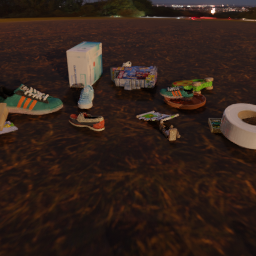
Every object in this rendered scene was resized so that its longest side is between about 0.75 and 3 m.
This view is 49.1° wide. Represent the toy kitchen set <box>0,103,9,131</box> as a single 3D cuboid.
[{"bbox_3d":[-4.420,-0.503,8.776,0.963,0.786,0.869,4,58,-3],"label":"toy kitchen set"}]

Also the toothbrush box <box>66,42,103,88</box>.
[{"bbox_3d":[-2.447,-3.752,16.367,1.199,2.058,2.811,6,27,11],"label":"toothbrush box"}]

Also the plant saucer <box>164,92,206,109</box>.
[{"bbox_3d":[2.751,-1.352,13.637,1.999,0.323,1.999,1,28,0],"label":"plant saucer"}]

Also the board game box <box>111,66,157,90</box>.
[{"bbox_3d":[0.203,-2.837,15.922,2.733,0.843,2.734,4,28,9],"label":"board game box"}]

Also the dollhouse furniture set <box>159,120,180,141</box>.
[{"bbox_3d":[1.629,0.033,10.819,0.521,0.445,1.005,-8,28,-15],"label":"dollhouse furniture set"}]

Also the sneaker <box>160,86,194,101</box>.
[{"bbox_3d":[2.391,-1.808,13.675,1.635,0.653,0.583,8,32,-2],"label":"sneaker"}]

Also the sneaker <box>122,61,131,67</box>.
[{"bbox_3d":[-0.231,-3.955,18.347,0.614,0.596,1.683,8,28,15],"label":"sneaker"}]

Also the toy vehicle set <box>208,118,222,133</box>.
[{"bbox_3d":[4.074,-0.083,11.307,1.513,0.201,0.940,3,28,5],"label":"toy vehicle set"}]

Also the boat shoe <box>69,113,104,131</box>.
[{"bbox_3d":[-1.709,-0.352,11.458,1.746,0.546,0.621,15,33,29],"label":"boat shoe"}]

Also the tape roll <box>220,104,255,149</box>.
[{"bbox_3d":[4.559,-0.109,10.497,2.056,0.719,2.056,2,36,-2],"label":"tape roll"}]

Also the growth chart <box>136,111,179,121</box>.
[{"bbox_3d":[1.200,-0.488,11.916,1.131,0.139,1.563,-20,22,-38],"label":"growth chart"}]

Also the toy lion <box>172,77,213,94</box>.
[{"bbox_3d":[3.459,-2.380,15.440,1.884,0.647,1.806,-22,27,-36],"label":"toy lion"}]

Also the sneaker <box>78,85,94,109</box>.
[{"bbox_3d":[-2.056,-1.567,13.530,0.713,0.791,1.930,-2,27,-2],"label":"sneaker"}]

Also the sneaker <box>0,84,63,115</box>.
[{"bbox_3d":[-4.456,-1.343,12.661,2.957,1.182,1.055,2,27,4],"label":"sneaker"}]

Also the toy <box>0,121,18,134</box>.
[{"bbox_3d":[-5.161,0.236,10.455,1.809,0.427,1.041,-21,31,-35],"label":"toy"}]
